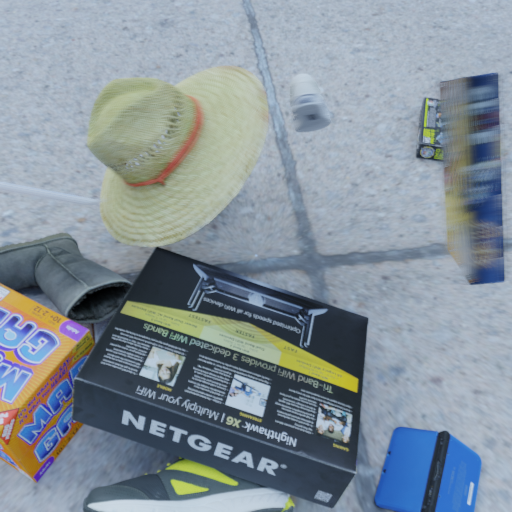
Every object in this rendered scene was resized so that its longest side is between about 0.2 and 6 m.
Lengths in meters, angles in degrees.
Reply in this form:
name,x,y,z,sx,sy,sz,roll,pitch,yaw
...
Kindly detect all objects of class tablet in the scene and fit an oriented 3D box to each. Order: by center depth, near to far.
name,x,y,z,sx,sy,sz,roll,pitch,yaw
tablet,-3.793,-1.080,9.228,2.033,0.139,1.323,8,3,-34

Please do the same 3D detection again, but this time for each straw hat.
name,x,y,z,sx,sy,sz,roll,pitch,yaw
straw hat,-1.902,-2.121,9.566,4.008,1.696,4.008,-19,56,30

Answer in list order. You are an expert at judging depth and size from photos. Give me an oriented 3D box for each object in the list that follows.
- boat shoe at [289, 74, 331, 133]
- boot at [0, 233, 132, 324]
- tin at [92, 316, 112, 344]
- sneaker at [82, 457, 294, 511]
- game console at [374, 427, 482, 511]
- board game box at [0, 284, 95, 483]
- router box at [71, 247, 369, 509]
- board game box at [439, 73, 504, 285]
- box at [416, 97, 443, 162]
name,x,y,z,sx,sy,sz,roll,pitch,yaw
boat shoe,1.031,-3.073,11.298,0.781,2.201,0.769,-10,87,12
boot,-3.786,0.571,10.166,2.373,0.947,2.610,-29,44,-24
tin,-2.639,1.395,10.229,0.702,0.263,1.254,-14,50,-7
sneaker,-0.960,3.356,8.074,2.907,1.083,1.230,2,42,-10
game console,2.632,3.416,8.500,1.178,0.816,1.380,37,52,-9
board game box,-3.685,1.939,8.649,1.850,1.850,1.851,23,52,18
router box,-0.323,1.654,8.601,3.893,1.017,3.061,19,38,2
board game box,3.184,-1.207,8.357,0.488,2.819,1.910,-5,15,11
box,4.955,-3.145,14.091,1.673,0.462,2.088,10,49,9
